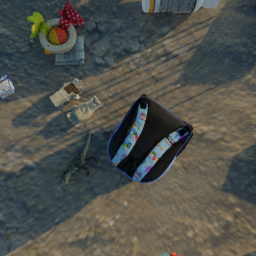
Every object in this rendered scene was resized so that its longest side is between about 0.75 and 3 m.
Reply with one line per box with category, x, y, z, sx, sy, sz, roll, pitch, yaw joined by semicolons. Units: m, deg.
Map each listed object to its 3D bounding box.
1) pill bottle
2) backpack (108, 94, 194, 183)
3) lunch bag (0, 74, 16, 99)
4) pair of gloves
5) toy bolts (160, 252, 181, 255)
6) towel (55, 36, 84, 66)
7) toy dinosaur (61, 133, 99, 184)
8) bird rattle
pill bottle;1.910;-5.131;10.373;2.741;1.595;1.595;0;79;-1
backpack;0.610;0.521;9.265;2.257;1.663;2.472;34;80;6
lunch bag;-4.588;-1.560;10.287;0.641;0.467;0.754;-26;67;-5
pair of gloves;-1.913;-0.967;10.265;1.336;0.276;1.571;-43;84;-11
toy bolts;1.057;3.918;7.396;0.784;1.079;1.130;2;74;-16
towel;-2.232;-2.950;10.663;1.140;0.204;1.184;-4;80;-1
toy dinosaur;-1.569;1.187;9.790;0.873;0.470;1.982;29;77;12
bird rattle;-2.598;-3.592;10.480;2.092;1.179;1.706;-15;81;-15
